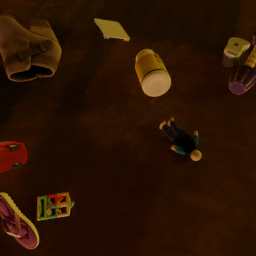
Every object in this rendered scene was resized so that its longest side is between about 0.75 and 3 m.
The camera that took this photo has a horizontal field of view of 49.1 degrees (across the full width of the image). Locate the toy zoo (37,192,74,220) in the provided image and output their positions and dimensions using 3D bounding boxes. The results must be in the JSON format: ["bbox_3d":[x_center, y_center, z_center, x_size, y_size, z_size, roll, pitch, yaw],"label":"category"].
[{"bbox_3d":[-1.654,1.784,6.427,0.830,0.085,0.545,-8,54,-6],"label":"toy zoo"}]

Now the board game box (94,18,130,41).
[{"bbox_3d":[-0.573,-3.471,9.940,1.043,0.135,1.043,-6,53,-35],"label":"board game box"}]

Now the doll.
[{"bbox_3d":[1.452,0.297,7.357,0.921,0.327,1.350,-25,58,-21],"label":"doll"}]

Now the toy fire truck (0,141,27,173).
[{"bbox_3d":[-3.750,0.803,6.399,1.646,0.569,2.334,8,19,33],"label":"toy fire truck"}]

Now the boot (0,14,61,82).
[{"bbox_3d":[-3.607,-2.453,8.807,2.950,1.036,2.157,-8,66,-2],"label":"boot"}]

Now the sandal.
[{"bbox_3d":[-2.396,1.974,5.788,1.384,0.563,0.340,46,22,12],"label":"sandal"}]

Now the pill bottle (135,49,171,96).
[{"bbox_3d":[0.673,-1.667,8.179,0.825,0.825,1.468,-9,46,-6],"label":"pill bottle"}]

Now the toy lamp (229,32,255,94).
[{"bbox_3d":[3.884,-2.105,8.823,0.813,0.813,2.794,25,58,17],"label":"toy lamp"}]

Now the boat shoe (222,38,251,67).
[{"bbox_3d":[3.479,-2.512,9.168,0.670,0.553,1.953,27,38,19],"label":"boat shoe"}]
